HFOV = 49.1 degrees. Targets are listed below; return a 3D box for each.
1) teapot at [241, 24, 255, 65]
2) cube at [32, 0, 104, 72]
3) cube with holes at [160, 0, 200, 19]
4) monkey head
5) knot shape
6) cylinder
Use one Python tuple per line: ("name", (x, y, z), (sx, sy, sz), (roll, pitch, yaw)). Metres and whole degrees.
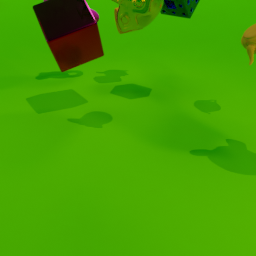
("teapot", (3.249, -2.143, 6.897), (1.360, 0.666, 0.846), (-50, 28, -18))
("cube", (-1.489, -2.471, 7.221), (1.263, 1.263, 1.263), (-23, 68, -6))
("cube with holes", (1.285, -3.542, 7.182), (0.912, 0.912, 0.912), (24, -7, 32))
("monkey head", (0.084, -2.481, 5.379), (1.142, 1.588, 0.957), (40, 40, -11))
("knot shape", (-2.097, -3.847, 9.409), (1.982, 1.855, 0.916), (-22, 52, 9))
("cylinder", (0.034, -3.526, 9.052), (0.798, 0.798, 0.798), (-15, 30, -7))
